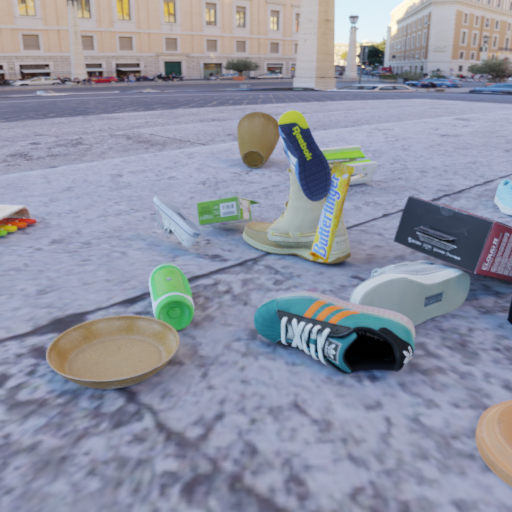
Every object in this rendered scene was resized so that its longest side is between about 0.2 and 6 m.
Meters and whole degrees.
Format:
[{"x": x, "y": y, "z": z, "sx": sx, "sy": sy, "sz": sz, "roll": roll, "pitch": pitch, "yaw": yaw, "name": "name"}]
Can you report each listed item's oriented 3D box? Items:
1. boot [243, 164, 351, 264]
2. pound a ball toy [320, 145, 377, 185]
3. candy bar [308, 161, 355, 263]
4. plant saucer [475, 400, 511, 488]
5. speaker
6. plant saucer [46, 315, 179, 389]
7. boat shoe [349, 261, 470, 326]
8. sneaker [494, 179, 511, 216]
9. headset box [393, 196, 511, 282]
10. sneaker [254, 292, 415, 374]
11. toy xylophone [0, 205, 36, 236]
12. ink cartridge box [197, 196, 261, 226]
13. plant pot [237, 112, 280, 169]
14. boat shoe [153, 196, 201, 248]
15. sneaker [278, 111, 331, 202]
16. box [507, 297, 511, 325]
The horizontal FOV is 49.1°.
[{"x": 0.742, "y": -0.995, "z": 11.353, "sx": 2.532, "sy": 1.968, "sz": 0.922, "roll": 14, "pitch": 28, "yaw": 39, "name": "boot"}, {"x": 2.397, "y": -2.311, "z": 16.480, "sx": 2.472, "sy": 1.050, "sz": 1.612, "roll": -12, "pitch": 50, "yaw": -28, "name": "pound a ball toy"}, {"x": 1.327, "y": -0.747, "z": 9.942, "sx": 0.454, "sy": 1.822, "sz": 0.202, "roll": 21, "pitch": 11, "yaw": 35, "name": "candy bar"}, {"x": 3.254, "y": 2.033, "z": 5.968, "sx": 1.695, "sy": 0.274, "sz": 1.695, "roll": 1, "pitch": 21, "yaw": 0, "name": "plant saucer"}, {"x": -1.385, "y": 0.635, "z": 9.067, "sx": 0.653, "sy": 0.653, "sz": 1.477, "roll": -5, "pitch": 22, "yaw": -13, "name": "speaker"}, {"x": -1.929, "y": 1.342, "z": 7.671, "sx": 1.761, "sy": 0.312, "sz": 1.761, "roll": 0, "pitch": 21, "yaw": 0, "name": "plant saucer"}, {"x": 2.297, "y": 0.577, "z": 8.934, "sx": 2.596, "sy": 0.906, "sz": 0.925, "roll": -6, "pitch": 19, "yaw": -35, "name": "boat shoe"}, {"x": 6.640, "y": -1.537, "z": 14.457, "sx": 0.688, "sy": 0.762, "sz": 1.861, "roll": -1, "pitch": 21, "yaw": 0, "name": "sneaker"}, {"x": 3.813, "y": -0.261, "z": 9.923, "sx": 2.433, "sy": 0.939, "sz": 1.810, "roll": 9, "pitch": 13, "yaw": -37, "name": "headset box"}, {"x": 0.990, "y": 1.074, "z": 7.675, "sx": 2.290, "sy": 0.817, "sz": 0.915, "roll": 5, "pitch": 21, "yaw": 17, "name": "sneaker"}, {"x": -6.108, "y": -0.781, "z": 12.894, "sx": 1.408, "sy": 0.483, "sz": 1.923, "roll": 7, "pitch": 22, "yaw": 17, "name": "toy xylophone"}, {"x": -0.578, "y": -1.001, "z": 13.073, "sx": 1.046, "sy": 0.536, "sz": 1.415, "roll": -6, "pitch": -3, "yaw": 23, "name": "ink cartridge box"}, {"x": -0.003, "y": -3.880, "z": 19.492, "sx": 1.576, "sy": 1.576, "sz": 1.691, "roll": 3, "pitch": 47, "yaw": 7, "name": "plant pot"}, {"x": -1.787, "y": -0.660, "z": 11.840, "sx": 1.506, "sy": 0.642, "sz": 0.556, "roll": 42, "pitch": 17, "yaw": 28, "name": "boat shoe"}, {"x": 0.865, "y": -1.756, "z": 9.979, "sx": 0.606, "sy": 1.639, "sz": 0.674, "roll": -20, "pitch": 3, "yaw": -3, "name": "sneaker"}, {"x": 4.382, "y": 0.942, "z": 8.489, "sx": 0.773, "sy": 0.480, "sz": 0.779, "roll": 0, "pitch": 21, "yaw": -3, "name": "box"}]
